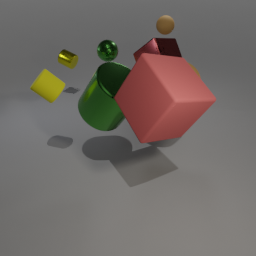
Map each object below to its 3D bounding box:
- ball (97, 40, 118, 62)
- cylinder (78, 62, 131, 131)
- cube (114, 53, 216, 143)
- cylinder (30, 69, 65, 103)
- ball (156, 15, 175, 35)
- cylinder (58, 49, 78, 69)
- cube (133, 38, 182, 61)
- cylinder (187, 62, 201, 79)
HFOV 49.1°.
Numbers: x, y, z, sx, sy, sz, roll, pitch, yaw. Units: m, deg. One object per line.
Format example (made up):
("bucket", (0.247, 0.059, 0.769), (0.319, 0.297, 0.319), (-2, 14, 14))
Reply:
("ball", (-0.669, -2.526, 9.166), (0.700, 0.700, 0.700), (0, 29, 0))
("cylinder", (-0.497, -0.844, 7.761), (1.400, 1.400, 1.400), (18, 50, -23))
("cube", (0.800, -0.670, 6.396), (1.400, 1.400, 1.400), (-6, 55, -40))
("cylinder", (-2.245, -1.172, 7.853), (0.700, 0.700, 0.700), (37, 19, -24))
("ball", (1.431, -3.943, 10.737), (0.700, 0.700, 0.700), (0, 29, 0))
("cylinder", (-2.778, -3.194, 13.008), (0.700, 0.700, 0.700), (28, 35, 9))
("cube", (1.333, -2.880, 11.991), (1.400, 1.400, 1.400), (-14, -6, -39))
("cylinder", (1.544, -1.181, 8.802), (1.400, 1.400, 1.400), (8, -12, 13))
